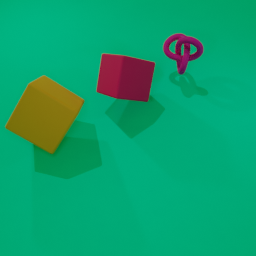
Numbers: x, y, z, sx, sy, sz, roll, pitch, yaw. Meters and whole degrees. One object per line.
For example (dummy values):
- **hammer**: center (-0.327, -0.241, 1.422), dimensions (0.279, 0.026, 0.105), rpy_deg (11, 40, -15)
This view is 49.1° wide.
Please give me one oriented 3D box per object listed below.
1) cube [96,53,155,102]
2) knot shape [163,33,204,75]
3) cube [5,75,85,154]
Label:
- **cube**: center (-0.088, -1.503, 8.372), dimensions (1.185, 1.185, 1.185), rpy_deg (2, 14, -36)
- **knot shape**: center (1.784, -2.432, 8.819), dimensions (0.614, 1.244, 1.329), rpy_deg (-21, 92, -36)
- **cube**: center (-2.201, -0.409, 7.691), dimensions (1.393, 1.393, 1.393), rpy_deg (32, 105, -12)
